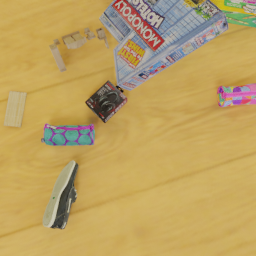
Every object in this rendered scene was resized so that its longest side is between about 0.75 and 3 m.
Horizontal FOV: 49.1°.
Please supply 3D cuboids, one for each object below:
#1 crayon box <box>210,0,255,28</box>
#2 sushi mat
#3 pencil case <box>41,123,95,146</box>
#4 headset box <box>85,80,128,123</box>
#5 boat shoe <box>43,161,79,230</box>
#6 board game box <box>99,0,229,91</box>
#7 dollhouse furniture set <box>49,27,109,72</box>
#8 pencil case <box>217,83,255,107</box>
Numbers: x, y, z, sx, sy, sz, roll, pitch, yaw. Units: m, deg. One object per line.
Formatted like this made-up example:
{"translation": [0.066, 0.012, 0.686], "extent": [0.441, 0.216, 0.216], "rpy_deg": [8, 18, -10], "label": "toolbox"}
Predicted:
{"translation": [3.152, -3.771, 8.359], "extent": [1.937, 0.564, 1.150], "rpy_deg": [11, 77, 2], "label": "crayon box"}
{"translation": [-3.174, -0.542, 7.893], "extent": [0.498, 0.063, 1.041], "rpy_deg": [4, 77, 2], "label": "sushi mat"}
{"translation": [-1.562, 0.165, 7.443], "extent": [1.362, 0.629, 0.579], "rpy_deg": [0, 46, -2], "label": "pencil case"}
{"translation": [-0.555, -0.761, 7.773], "extent": [1.014, 0.391, 0.754], "rpy_deg": [-44, 81, -7], "label": "headset box"}
{"translation": [-1.611, 1.704, 7.210], "extent": [0.588, 0.624, 1.738], "rpy_deg": [28, 68, -31], "label": "boat shoe"}
{"translation": [0.445, -2.504, 7.130], "extent": [2.838, 0.876, 2.840], "rpy_deg": [-44, 71, 16], "label": "board game box"}
{"translation": [-1.406, -2.325, 8.067], "extent": [1.561, 0.691, 0.809], "rpy_deg": [-24, 37, -9], "label": "dollhouse furniture set"}
{"translation": [3.225, -0.922, 7.676], "extent": [1.489, 0.658, 0.658], "rpy_deg": [-7, 77, 1], "label": "pencil case"}
